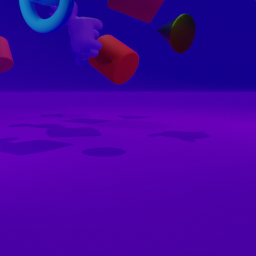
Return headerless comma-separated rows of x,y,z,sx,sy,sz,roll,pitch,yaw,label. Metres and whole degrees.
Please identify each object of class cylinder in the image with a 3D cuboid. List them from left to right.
-4.197,-2.346,8.946,0.853,0.853,0.853,-20,-16,-6,cylinder
-0.490,-2.350,9.671,1.265,1.265,1.265,41,28,24,cylinder

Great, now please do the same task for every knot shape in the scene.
-1.554,-2.825,5.372,1.603,1.713,0.791,-47,10,-16,knot shape
-1.976,-3.180,11.382,0.639,1.383,1.295,-14,31,-3,knot shape

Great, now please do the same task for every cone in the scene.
1.616,-3.727,10.870,1.411,1.411,1.417,-7,25,-41,cone

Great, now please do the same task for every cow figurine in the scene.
-1.517,-2.861,8.068,1.518,1.543,0.847,8,-22,-19,cow figurine

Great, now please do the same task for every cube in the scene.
0.281,-3.486,6.670,1.162,1.162,1.162,14,-26,-17,cube
